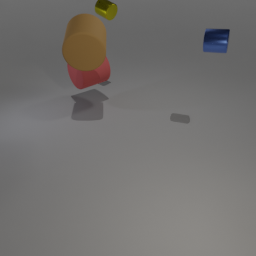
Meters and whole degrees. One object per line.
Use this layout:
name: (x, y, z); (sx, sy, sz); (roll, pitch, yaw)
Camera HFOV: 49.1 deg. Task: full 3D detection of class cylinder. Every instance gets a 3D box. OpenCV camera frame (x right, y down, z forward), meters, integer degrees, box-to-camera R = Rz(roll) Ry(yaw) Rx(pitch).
cylinder: (2.697, -2.658, 8.550); (0.700, 0.700, 0.700); (9, 32, 19)
cylinder: (-1.716, -2.561, 12.297); (1.400, 1.400, 1.400); (-25, 39, -30)
cylinder: (-1.430, -2.872, 9.397); (1.400, 1.400, 1.400); (-1, 46, -2)
cylinder: (-0.915, -4.988, 11.752); (0.700, 0.700, 0.700); (36, 44, 22)
